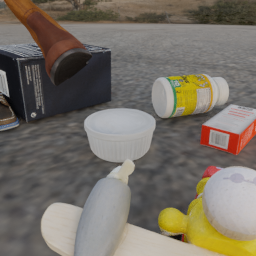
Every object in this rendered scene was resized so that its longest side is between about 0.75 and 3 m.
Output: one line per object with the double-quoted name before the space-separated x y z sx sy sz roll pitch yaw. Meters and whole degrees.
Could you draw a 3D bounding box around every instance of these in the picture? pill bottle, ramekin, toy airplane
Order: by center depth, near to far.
"toy airplane" 0.738 1.199 2.383 2.564 1.809 2.553 -7 30 -24
"ramekin" -0.176 0.149 6.101 1.521 0.708 1.521 1 24 0
"pill bottle" 1.800 -0.958 8.041 2.015 1.136 1.136 -8 25 -17

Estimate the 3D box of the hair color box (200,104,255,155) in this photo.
"hair color box" 2.519 -0.025 6.700 0.889 0.536 1.751 18 31 36

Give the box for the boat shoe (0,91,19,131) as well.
"boat shoe" -3.656 -0.561 7.562 0.804 0.806 2.226 -21 31 -38

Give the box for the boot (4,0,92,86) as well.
"boot" -1.797 -2.159 5.268 0.915 2.672 2.515 -37 14 10

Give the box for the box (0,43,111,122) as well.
"box" -2.485 -1.655 8.773 2.892 1.797 2.915 -20 31 -37
